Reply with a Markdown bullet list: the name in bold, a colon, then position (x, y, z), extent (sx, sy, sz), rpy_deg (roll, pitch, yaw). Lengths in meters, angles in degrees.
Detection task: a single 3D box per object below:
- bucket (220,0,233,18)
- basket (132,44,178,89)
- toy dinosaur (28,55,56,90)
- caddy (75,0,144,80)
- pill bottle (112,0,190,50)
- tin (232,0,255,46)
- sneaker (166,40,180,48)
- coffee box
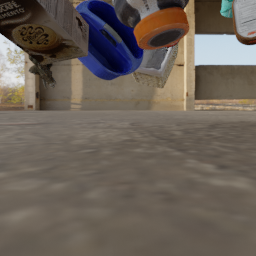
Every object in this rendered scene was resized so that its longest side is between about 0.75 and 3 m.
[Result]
- **bucket**: position (3.446, -4.003, 9.188), extent (0.806, 0.524, 0.806), rpy_deg (-1, 42, 1)
- **basket**: position (1.091, -2.735, 10.971), extent (1.402, 2.068, 1.276), rpy_deg (16, -18, 20)
- **toy dinosaur**: position (-2.500, -2.579, 8.183), extent (1.055, 2.741, 1.402), rpy_deg (5, 1, -17)
- **caddy**: position (-0.733, -2.875, 9.291), extent (2.714, 1.918, 1.424), rpy_deg (43, -23, -14)
- **pill bottle**: position (0.315, -3.087, 5.513), extent (1.548, 2.914, 1.548), rpy_deg (-15, -6, -2)
- **tin**: position (3.439, -3.141, 7.817), extent (0.987, 1.762, 0.369), rpy_deg (-12, -24, 33)
- **sneaker**: position (0.629, -3.730, 8.966), extent (2.634, 0.927, 1.231), rpy_deg (41, -10, 14)
- **coffee box**: position (-1.709, -2.058, 5.199), extent (1.161, 0.820, 2.055), rpy_deg (-6, -16, 19)
